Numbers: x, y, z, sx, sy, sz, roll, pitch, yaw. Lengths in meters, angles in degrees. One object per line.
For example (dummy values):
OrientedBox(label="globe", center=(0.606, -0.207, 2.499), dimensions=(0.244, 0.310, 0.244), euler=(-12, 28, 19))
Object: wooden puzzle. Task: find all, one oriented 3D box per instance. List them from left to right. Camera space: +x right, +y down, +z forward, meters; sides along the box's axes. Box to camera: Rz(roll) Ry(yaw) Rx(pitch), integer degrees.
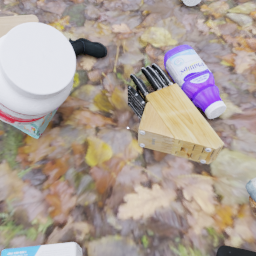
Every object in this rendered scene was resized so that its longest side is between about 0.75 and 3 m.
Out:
OrientedBox(label="wooden puzzle", center=(-4.430, -3.076, 9.761), dimensions=(2.433, 0.490, 2.630), euler=(-6, 47, -4))

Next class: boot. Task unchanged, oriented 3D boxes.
OrientedBox(label="boot", center=(-1.569, -2.634, 9.416), dimensions=(1.417, 0.524, 1.161), euler=(29, 38, 24))

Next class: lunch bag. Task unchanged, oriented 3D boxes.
OrientedBox(label="lunch bag", center=(-2.997, -0.948, 7.843), dimensions=(2.051, 1.250, 1.747), euler=(28, 70, -5))

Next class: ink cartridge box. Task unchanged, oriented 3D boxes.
OrientedBox(label="ink cartridge box", center=(-1.696, 3.757, 5.405), dimensions=(1.552, 0.894, 2.680), euler=(-4, 58, -3))

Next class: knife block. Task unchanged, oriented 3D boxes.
OrientedBox(label="knife block", center=(1.309, -0.589, 8.086), dimensions=(2.967, 0.949, 2.605), euler=(15, 60, 10))

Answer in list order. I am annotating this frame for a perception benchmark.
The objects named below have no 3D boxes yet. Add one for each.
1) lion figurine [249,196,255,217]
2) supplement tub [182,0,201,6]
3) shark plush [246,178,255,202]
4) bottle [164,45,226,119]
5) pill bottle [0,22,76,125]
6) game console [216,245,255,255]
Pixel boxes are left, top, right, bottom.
OrientedBox(label="lion figurine", center=(3.230, 1.379, 6.707), dimensions=(0.555, 1.531, 0.938), euler=(7, 31, 30))
OrientedBox(label="supplement tub", center=(2.467, -5.679, 11.261), dimensions=(0.988, 0.988, 1.368), euler=(-5, 57, -3))
OrientedBox(label="shark plush", center=(2.768, 1.664, 4.410), dimensions=(1.002, 2.406, 1.093), euler=(-27, 19, 7))
OrientedBox(label="bottle", center=(2.076, -1.447, 8.689), dimensions=(1.076, 0.841, 2.576), euler=(-22, 61, -5))
OrientedBox(label="pill bottle", center=(-1.993, -0.943, 5.556), dimensions=(1.544, 2.750, 1.544), euler=(4, 82, -27))
OrientedBox(label="game console", center=(3.099, 4.101, 5.570), dimensions=(2.830, 1.647, 2.489), euler=(11, 29, 6))
